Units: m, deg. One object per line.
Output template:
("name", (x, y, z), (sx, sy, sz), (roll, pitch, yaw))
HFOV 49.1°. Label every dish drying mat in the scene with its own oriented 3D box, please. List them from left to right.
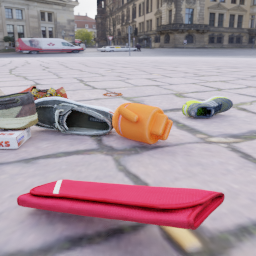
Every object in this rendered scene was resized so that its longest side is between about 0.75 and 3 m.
("dish drying mat", (-0.207, 0.778, 3.183), (2.329, 0.212, 0.894), (-5, 0, 35))

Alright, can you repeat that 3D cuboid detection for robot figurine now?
("robot figurine", (0.243, -0.132, 6.141), (1.417, 0.826, 1.019), (13, 23, 36))

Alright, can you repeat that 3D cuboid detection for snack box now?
("snack box", (-3.387, 0.189, 5.985), (2.353, 0.286, 0.846), (0, 17, 0))

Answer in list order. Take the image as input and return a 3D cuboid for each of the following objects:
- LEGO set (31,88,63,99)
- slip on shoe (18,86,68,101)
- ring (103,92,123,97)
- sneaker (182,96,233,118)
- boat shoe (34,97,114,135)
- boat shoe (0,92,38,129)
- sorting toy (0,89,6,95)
("LEGO set", (-2.452, -0.766, 8.246), (0.965, 0.742, 0.559), (4, 58, 18))
("slip on shoe", (-3.178, -1.002, 9.152), (2.485, 0.760, 0.920), (-1, 18, 1))
("ring", (-0.640, -1.427, 11.731), (0.837, 0.080, 0.837), (0, 17, 0))
("sneaker", (2.388, -0.533, 8.118), (1.555, 0.575, 0.630), (-12, 26, -13))
("boat shoe", (-1.401, -0.278, 6.600), (2.274, 0.820, 0.806), (3, 13, 3))
("boat shoe", (-3.321, -0.492, 6.073), (2.648, 0.870, 0.946), (2, 14, -6))
("sorting toy", (-4.606, -1.233, 9.737), (0.507, 0.855, 0.949), (-2, 16, -8))
